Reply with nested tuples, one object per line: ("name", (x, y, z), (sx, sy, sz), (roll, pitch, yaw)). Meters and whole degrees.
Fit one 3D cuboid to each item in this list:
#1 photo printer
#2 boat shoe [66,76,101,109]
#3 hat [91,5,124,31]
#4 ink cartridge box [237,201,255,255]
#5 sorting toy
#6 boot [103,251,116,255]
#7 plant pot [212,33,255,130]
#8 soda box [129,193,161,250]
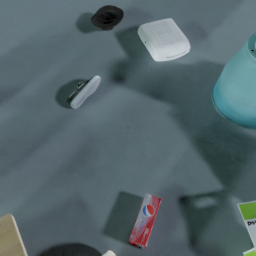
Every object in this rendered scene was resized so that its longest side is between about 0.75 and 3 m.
("photo printer", (1.255, -2.973, 9.563), (1.353, 0.565, 1.627), (-19, 59, -13))
("boat shoe", (-1.359, -1.172, 8.439), (0.467, 0.474, 1.316), (33, 65, 15))
("hat", (-0.705, -3.895, 10.228), (1.232, 0.497, 1.232), (-4, 59, 7))
("ink cartridge box", (3.165, 2.474, 5.935), (1.337, 0.685, 1.810), (-8, 57, -5))
("sorting toy", (-2.862, 3.058, 5.569), (1.884, 0.656, 1.873), (-26, 60, -16))
("boot", (-0.736, 3.623, 5.083), (1.472, 1.030, 2.746), (32, 55, 24))
("plant pot", (3.626, -1.416, 7.674), (2.167, 2.036, 2.167), (0, 56, 0))
("soda box", (0.393, 2.109, 6.366), (0.401, 0.363, 1.146), (18, 58, 11))
